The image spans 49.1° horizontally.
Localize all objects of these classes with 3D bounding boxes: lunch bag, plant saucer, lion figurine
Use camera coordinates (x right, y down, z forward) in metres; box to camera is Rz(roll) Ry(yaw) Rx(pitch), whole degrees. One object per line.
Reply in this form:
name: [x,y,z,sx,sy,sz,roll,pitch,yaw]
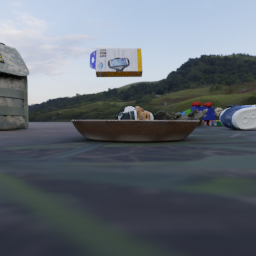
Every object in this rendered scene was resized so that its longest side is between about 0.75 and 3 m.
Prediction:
lunch bag: [-3.775,-1.188,7.289,1.485,2.525,2.071,0,1,28]
plant saucer: [0.104,0.018,4.095,1.828,0.293,1.828,0,2,0]
lion figurine: [0.668,-0.485,11.780,0.525,0.887,1.448,-1,2,-29]

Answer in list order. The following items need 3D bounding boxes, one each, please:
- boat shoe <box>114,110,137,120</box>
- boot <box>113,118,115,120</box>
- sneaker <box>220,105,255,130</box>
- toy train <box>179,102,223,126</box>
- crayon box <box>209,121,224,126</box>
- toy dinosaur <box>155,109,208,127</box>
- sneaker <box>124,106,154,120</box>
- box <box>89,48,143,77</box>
boat shoe: [-0.082,-0.136,6.802,0.411,0.516,1.364,1,-10,-11]
boot: [-0.165,-0.196,10.346,0.661,0.509,1.363,-12,-4,-15]
sneaker: [3.725,-0.359,8.189,2.000,0.806,1.464,-5,6,-3]
toy train: [3.822,-0.590,14.746,2.747,1.163,1.590,-1,-11,-41]
crayon box: [4.344,-0.209,13.085,0.780,0.263,0.904,1,2,-4]
toy dinosaur: [2.154,-0.306,11.001,2.197,0.846,1.124,-7,-11,0]
sneaker: [0.669,-0.647,15.096,1.185,1.019,2.799,-2,-1,22]
box: [-0.583,-3.204,13.739,2.549,1.517,0.529,-1,-30,1]
